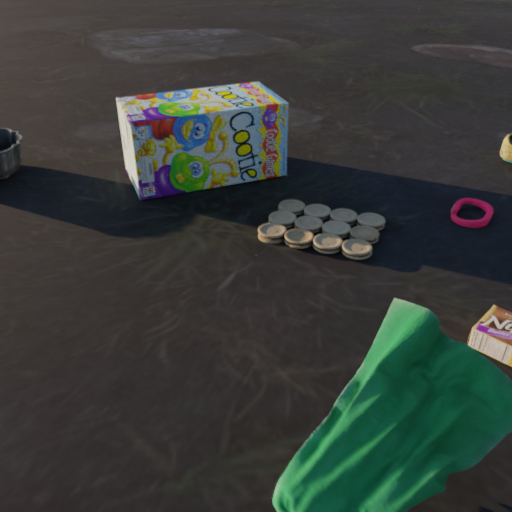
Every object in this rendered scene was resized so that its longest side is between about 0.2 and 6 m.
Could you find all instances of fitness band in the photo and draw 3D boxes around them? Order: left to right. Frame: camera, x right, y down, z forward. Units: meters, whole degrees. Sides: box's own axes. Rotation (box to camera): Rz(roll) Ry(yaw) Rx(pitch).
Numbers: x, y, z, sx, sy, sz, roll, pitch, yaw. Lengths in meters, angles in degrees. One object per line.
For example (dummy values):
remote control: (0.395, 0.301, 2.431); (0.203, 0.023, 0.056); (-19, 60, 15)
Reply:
fitness band: (4.020, -0.798, 10.441); (0.684, 0.178, 0.953); (21, 38, 25)

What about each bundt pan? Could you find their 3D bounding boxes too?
bundt pan: (-5.931, -2.053, 11.890); (1.988, 0.746, 1.988); (0, 31, 0)

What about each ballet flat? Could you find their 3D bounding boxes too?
ballet flat: (6.316, -2.169, 12.105); (0.739, 0.739, 2.091); (-26, 41, -35)

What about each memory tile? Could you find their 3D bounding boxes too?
memory tile: (1.170, -0.489, 9.934); (2.023, 0.170, 1.550); (12, 34, 18)

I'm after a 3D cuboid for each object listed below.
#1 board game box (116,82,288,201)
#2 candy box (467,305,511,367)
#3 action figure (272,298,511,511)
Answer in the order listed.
board game box: (-1.094, -2.450, 11.641); (3.159, 1.657, 1.627); (-13, 35, -17)
candy box: (3.449, 1.140, 7.166); (1.211, 0.342, 0.706); (28, 41, 35)
action figure: (1.154, 1.878, 5.304); (1.737, 0.804, 2.941); (36, 59, 26)
